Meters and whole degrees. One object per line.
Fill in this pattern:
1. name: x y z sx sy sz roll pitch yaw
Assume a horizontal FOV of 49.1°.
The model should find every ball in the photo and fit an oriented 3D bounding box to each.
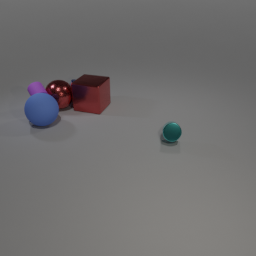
1. ball: -3.269 -1.594 13.341 1.400 1.400 1.400 0 29 0
2. ball: -3.652 -0.785 11.870 1.400 1.400 1.400 0 29 0

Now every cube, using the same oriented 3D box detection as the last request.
1. cube: -1.738 -1.648 13.424 1.400 1.400 1.400 9 31 16

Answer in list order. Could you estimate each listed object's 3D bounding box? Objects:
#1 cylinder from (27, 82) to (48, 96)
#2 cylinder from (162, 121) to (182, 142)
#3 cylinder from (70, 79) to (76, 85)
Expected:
1. cylinder: -4.078 -1.610 12.666 0.700 0.700 0.700 -21 63 -32
2. cylinder: 1.671 0.123 10.675 0.700 0.700 0.700 3 7 6
3. cylinder: -2.641 -2.064 14.416 0.700 0.700 0.700 15 19 -6
